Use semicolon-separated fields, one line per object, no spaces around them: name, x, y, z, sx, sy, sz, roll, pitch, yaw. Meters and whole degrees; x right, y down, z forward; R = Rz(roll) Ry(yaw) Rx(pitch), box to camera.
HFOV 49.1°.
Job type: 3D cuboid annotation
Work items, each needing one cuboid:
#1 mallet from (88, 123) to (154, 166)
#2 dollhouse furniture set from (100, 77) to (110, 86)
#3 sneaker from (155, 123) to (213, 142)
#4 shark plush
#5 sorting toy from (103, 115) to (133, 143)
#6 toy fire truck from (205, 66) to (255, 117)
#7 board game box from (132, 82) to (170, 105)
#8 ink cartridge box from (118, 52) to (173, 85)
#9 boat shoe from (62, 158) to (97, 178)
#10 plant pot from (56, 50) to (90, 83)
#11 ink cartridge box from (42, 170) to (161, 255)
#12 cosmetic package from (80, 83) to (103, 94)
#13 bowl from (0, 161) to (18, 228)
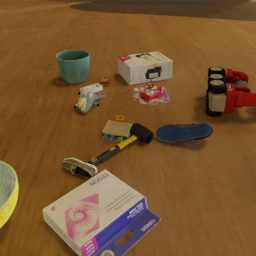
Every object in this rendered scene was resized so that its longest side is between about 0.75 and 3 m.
mallet;-0.312;0.518;8.996;2.425;0.499;0.799;-24;42;-27
dollhouse furniture set;-1.091;-2.336;13.526;0.426;0.322;0.791;1;33;2
sneaker;1.894;0.179;9.402;1.858;0.652;0.724;-3;-9;21
shark plush;-1.524;-1.043;11.595;0.725;0.791;1.740;35;22;15
sorting toy;-0.349;0.061;9.887;0.919;0.222;1.632;11;34;9
toy fire truck;4.486;-1.615;10.838;2.745;1.766;2.417;5;31;14
board game box;1.004;-1.644;12.393;1.545;0.381;1.955;-2;32;-3
ink cartridge box;0.837;-3.048;14.044;2.307;0.955;1.681;-12;35;-19
boat shoe;-1.432;1.150;8.009;1.078;0.385;0.322;14;30;14
plant pot;-2.609;-2.939;13.598;1.573;1.262;1.573;0;32;0
ink cartridge box;-0.605;2.025;6.610;2.046;0.443;2.009;26;40;37
cosmetic package;-1.664;-1.770;12.716;0.961;0.243;0.396;-24;39;-32
bowl;-3.467;1.820;6.206;2.213;1.191;2.213;-1;33;1
